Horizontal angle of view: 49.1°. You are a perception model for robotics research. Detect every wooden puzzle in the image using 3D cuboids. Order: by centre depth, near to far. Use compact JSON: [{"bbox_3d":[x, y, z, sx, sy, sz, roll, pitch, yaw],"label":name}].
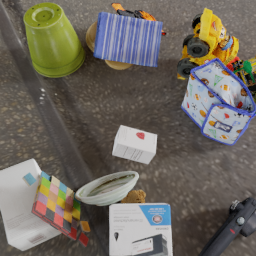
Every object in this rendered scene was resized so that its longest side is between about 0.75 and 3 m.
[{"bbox_3d":[-1.927,2.151,7.893,0.183,2.610,1.548,-36,29,14],"label":"wooden puzzle"}]

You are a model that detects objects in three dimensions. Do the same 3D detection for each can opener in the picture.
[{"bbox_3d":[2.930,2.971,8.043,2.529,0.802,0.994,-36,66,-20],"label":"can opener"}]

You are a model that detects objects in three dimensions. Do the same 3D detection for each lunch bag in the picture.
[{"bbox_3d":[3.077,-0.751,9.583,1.493,2.049,2.410,-28,63,-16],"label":"lunch bag"}]

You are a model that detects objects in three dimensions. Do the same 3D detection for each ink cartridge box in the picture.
[{"bbox_3d":[0.332,3.174,7.446,1.617,0.942,2.236,-1,78,0],"label":"ink cartridge box"}]

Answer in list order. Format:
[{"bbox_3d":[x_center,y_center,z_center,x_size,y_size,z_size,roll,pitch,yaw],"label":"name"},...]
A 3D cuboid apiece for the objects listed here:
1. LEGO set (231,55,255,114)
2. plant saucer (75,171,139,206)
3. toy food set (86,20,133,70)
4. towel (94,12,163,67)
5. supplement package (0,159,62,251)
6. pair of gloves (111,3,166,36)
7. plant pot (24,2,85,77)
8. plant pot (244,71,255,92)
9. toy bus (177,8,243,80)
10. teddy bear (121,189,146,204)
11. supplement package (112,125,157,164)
[{"bbox_3d":[4.853,-1.529,10.010,1.411,1.873,2.436,-21,82,-9],"label":"LEGO set"},{"bbox_3d":[-0.566,1.865,8.348,1.967,1.967,0.494,-19,95,-11],"label":"plant saucer"},{"bbox_3d":[-0.417,-3.969,12.379,2.846,0.692,2.817,34,64,19],"label":"toy food set"},{"bbox_3d":[0.017,-3.610,11.379,2.667,0.318,1.931,8,87,-5],"label":"towel"},{"bbox_3d":[-2.941,2.232,8.236,1.247,1.243,2.126,-22,61,-13],"label":"supplement package"},{"bbox_3d":[0.514,-4.943,12.628,2.297,0.284,2.046,-6,51,-40],"label":"pair of gloves"},{"bbox_3d":[-3.067,-3.621,11.199,2.296,2.211,2.296,-2,60,3],"label":"plant pot"},{"bbox_3d":[5.269,-2.104,11.104,1.035,0.918,1.033,8,58,6],"label":"plant pot"},{"bbox_3d":[3.325,-2.868,10.705,2.473,2.576,1.748,18,61,2],"label":"toy bus"},{"bbox_3d":[0.392,2.756,8.392,1.275,0.587,1.758,-39,74,-13],"label":"teddy bear"},{"bbox_3d":[0.159,0.396,6.595,0.909,0.544,0.551,15,52,-8],"label":"supplement package"}]
